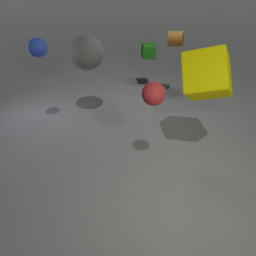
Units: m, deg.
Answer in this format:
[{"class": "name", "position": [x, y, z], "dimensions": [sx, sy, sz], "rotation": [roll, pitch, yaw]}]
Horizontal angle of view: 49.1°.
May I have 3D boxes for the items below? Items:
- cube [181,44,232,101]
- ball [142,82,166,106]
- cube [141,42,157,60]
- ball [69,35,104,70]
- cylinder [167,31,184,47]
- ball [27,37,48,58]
[{"class": "cube", "position": [2.617, -1.750, 9.251], "dimensions": [1.400, 1.400, 1.400], "rotation": [-5, -6, 24]}, {"class": "ball", "position": [0.751, -1.007, 8.243], "dimensions": [0.700, 0.700, 0.700], "rotation": [0, 30, 0]}, {"class": "cube", "position": [1.088, -4.091, 14.875], "dimensions": [0.700, 0.700, 0.700], "rotation": [0, 33, -7]}, {"class": "ball", "position": [-1.686, -3.073, 11.460], "dimensions": [1.400, 1.400, 1.400], "rotation": [0, 30, 0]}, {"class": "cylinder", "position": [2.271, -4.240, 13.315], "dimensions": [0.700, 0.700, 0.700], "rotation": [6, 30, 17]}, {"class": "ball", "position": [-3.279, -2.915, 10.151], "dimensions": [0.700, 0.700, 0.700], "rotation": [0, 30, 0]}]
